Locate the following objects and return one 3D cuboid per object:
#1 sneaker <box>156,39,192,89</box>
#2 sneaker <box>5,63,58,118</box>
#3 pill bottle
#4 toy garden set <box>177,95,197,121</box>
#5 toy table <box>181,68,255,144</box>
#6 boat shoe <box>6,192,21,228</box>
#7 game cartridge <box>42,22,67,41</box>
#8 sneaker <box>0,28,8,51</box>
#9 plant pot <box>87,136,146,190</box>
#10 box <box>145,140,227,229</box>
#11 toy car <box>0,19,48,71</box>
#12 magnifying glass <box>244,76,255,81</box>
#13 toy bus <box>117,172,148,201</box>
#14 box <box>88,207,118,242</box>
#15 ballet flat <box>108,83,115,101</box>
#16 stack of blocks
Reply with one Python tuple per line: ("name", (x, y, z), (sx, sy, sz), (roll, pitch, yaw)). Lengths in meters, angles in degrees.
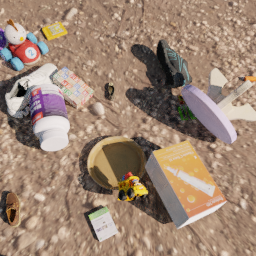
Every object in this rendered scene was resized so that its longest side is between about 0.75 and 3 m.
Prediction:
("sneaker", (2.036, -2.914, 12.662), (1.034, 0.984, 2.610), (-11, 68, -16))
("sneaker", (-3.969, -1.785, 11.738), (1.104, 1.190, 2.937), (24, 60, 14))
("pill bottle", (-3.006, -0.391, 10.768), (1.353, 1.353, 2.428), (-15, 60, -9))
("toy garden set", (2.824, -0.984, 11.758), (1.455, 0.290, 1.213), (-9, 59, -5))
("toy table", (3.519, -0.917, 10.613), (1.587, 2.491, 2.710), (-39, 94, -7))
("boat shoe", (-3.886, 2.715, 9.452), (0.436, 0.409, 1.210), (-15, 60, -9))
("game cartridge", (-3.739, -4.939, 14.225), (1.049, 0.170, 0.924), (-26, 62, -16))
("sneaker", (-6.421, -3.844, 13.028), (1.052, 1.088, 2.608), (5, 58, 3))
("plant pot", (-0.403, 1.302, 10.381), (2.160, 0.297, 2.160), (0, 59, 1))
("box", (1.833, 1.837, 9.386), (1.495, 1.171, 2.403), (-16, 61, -22))
("toy car", (-4.883, -3.950, 12.603), (1.695, 1.916, 1.766), (39, 67, 21))
("magnifying glass", (6.181, -2.201, 12.556), (1.859, 0.208, 0.740), (-1, 59, 1))
("toy bus", (0.110, 1.855, 9.044), (0.649, 0.957, 0.919), (14, 59, -37))
("box", (-0.824, 3.186, 9.316), (0.677, 0.170, 0.938), (-23, 63, -13))
("ballet flat", (-0.713, -1.615, 12.176), (0.333, 0.229, 0.989), (-2, 59, -1))
("stack of blocks", (-2.420, -1.712, 11.905), (1.663, 0.487, 0.957), (41, 66, 10))
